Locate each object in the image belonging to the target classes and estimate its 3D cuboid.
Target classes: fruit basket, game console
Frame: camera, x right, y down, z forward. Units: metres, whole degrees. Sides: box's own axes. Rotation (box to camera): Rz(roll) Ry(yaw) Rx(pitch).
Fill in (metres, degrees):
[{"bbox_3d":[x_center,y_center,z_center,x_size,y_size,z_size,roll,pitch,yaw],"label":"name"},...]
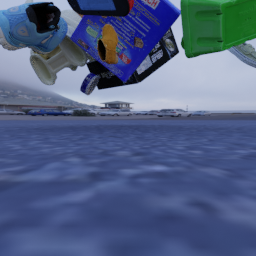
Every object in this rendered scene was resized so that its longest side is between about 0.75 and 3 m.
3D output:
[{"bbox_3d":[2.216,-2.746,7.334,2.445,1.763,2.445,-9,28,5],"label":"fruit basket"},{"bbox_3d":[-0.928,-3.402,6.264,2.118,0.329,1.873,20,-26,37],"label":"game console"}]

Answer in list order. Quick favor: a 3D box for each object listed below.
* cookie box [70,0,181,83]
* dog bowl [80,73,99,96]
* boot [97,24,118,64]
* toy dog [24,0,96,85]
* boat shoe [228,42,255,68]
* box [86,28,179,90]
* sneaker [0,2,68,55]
[{"bbox_3d":[-0.065,-2.947,8.017,2.121,2.479,0.932,38,30,-10],"label":"cookie box"},{"bbox_3d":[-1.469,-1.674,10.699,0.329,0.836,0.836,30,5,4],"label":"dog bowl"},{"bbox_3d":[-0.414,-1.653,5.373,0.304,0.863,0.618,-12,-2,19],"label":"boot"},{"bbox_3d":[-2.371,-3.209,9.883,1.989,2.764,2.850,-33,20,27],"label":"toy dog"},{"bbox_3d":[3.598,-2.337,8.549,0.555,0.478,1.541,-12,48,-37],"label":"boat shoe"},{"bbox_3d":[0.220,-2.814,11.219,2.385,1.254,2.912,0,33,46],"label":"box"},{"bbox_3d":[-2.052,-2.496,6.944,1.234,1.076,2.744,-17,16,17],"label":"sneaker"}]
